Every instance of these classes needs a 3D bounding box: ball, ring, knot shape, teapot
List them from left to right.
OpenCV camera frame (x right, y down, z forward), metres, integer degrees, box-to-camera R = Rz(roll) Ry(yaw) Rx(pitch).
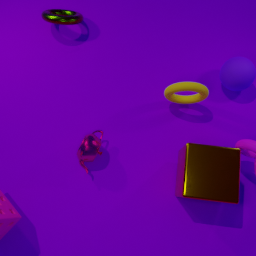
[{"bbox_3d":[-2.405,-4.099,10.314,1.517,0.303,1.517,5,32,-3],"label":"ring"},{"bbox_3d":[-1.101,0.670,8.247,0.689,0.876,1.408,25,70,-6],"label":"teapot"},{"bbox_3d":[1.799,-1.067,8.664,1.353,1.353,0.271,3,75,1],"label":"ring"},{"bbox_3d":[3.573,-1.762,9.148,1.108,1.108,1.108,0,65,0],"label":"ball"},{"bbox_3d":[3.715,0.809,7.494,1.733,0.856,1.852,30,34,1],"label":"knot shape"}]

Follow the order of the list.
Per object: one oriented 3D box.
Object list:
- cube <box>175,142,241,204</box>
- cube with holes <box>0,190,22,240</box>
[{"bbox_3d":[2.085,1.241,7.524,1.372,1.372,1.372,7,77,3],"label":"cube"},{"bbox_3d":[-3.826,2.212,6.836,1.352,1.352,1.352,42,86,18],"label":"cube with holes"}]
